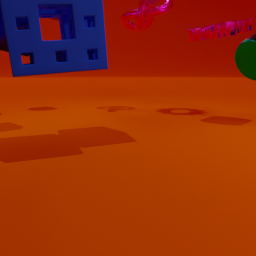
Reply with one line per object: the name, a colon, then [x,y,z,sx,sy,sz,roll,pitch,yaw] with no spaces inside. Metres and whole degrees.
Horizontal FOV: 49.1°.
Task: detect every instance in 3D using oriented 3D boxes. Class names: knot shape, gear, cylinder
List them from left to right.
knot shape: [0.539,-3.978,9.877,1.831,0.904,1.957,-22,18,51]
gear: [3.000,-3.247,9.283,2.002,0.370,2.002,-10,19,3]
cylinder: [3.775,-2.083,7.680,1.197,1.197,1.197,-36,28,-25]

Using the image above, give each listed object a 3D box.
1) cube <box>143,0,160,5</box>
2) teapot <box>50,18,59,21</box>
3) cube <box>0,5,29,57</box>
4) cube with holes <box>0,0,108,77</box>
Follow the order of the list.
cube: [0.385,-3.146,4.604,1.306,1.306,1.306,13,-15,-35]
teapot: [-2.370,-4.310,9.468,1.210,0.953,1.946,-3,-9,-5]
cube: [-2.787,-2.275,6.250,0.992,0.992,0.992,28,16,38]
cube with holes: [-1.236,-1.622,4.532,1.383,1.383,1.383,-9,16,-19]
